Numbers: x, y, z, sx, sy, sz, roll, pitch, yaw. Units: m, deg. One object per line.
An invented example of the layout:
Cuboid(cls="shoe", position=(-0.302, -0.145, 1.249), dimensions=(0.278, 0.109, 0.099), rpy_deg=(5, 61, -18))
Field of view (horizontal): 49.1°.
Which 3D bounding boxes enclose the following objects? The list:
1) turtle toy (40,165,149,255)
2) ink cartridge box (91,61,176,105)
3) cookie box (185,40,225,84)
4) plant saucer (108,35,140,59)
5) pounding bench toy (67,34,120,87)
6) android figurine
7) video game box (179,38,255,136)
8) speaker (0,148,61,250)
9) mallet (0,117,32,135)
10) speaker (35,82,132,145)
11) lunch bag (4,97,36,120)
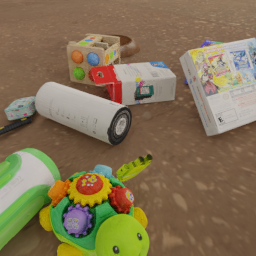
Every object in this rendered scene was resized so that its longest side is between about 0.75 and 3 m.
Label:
Cuboid(cls="turtle toy", position=(-0.499, 1.499, 4.804), dimensions=(1.710, 1.186, 2.346), rpy_deg=(-20, 38, -27))
Cuboid(cls="ink cartridge box", position=(0.137, -1.553, 9.719), dimensions=(2.682, 0.902, 1.558), rpy_deg=(-7, 34, -10))
Cuboid(cls="cookie box", position=(3.771, -2.437, 10.940), dimensions=(2.344, 1.030, 2.741), rpy_deg=(16, 37, 21))
Cuboid(cls="plant saucer", position=(-0.838, -4.179, 14.099), dimensions=(2.908, 0.532, 2.908), rpy_deg=(0, 34, 0))
Cuboid(cls="pounding bench toy", position=(-1.717, -2.721, 11.007), dimensions=(2.348, 1.459, 1.831), rpy_deg=(12, 36, 18))
Cuboid(cls="android figurine", position=(0.106, 0.830, 5.715), dimensions=(0.799, 0.877, 0.180), rpy_deg=(-9, 61, -46))
Cuboid(cls="video game box", position=(3.038, -1.262, 8.185), dimensions=(2.641, 2.406, 0.618), rpy_deg=(-16, -3, -24))
Cuboid(cls="speaker", position=(-2.442, 1.540, 4.696), dimensions=(1.278, 1.278, 2.889), rpy_deg=(16, 37, 22))
Cuboid(cls="mallet", position=(-3.573, 0.237, 7.354), dimensions=(0.842, 0.526, 2.558), rpy_deg=(11, 29, 41))
Cuboid(cls="speaker", position=(-1.312, -0.465, 7.872), dimensions=(2.720, 1.105, 1.105), rpy_deg=(20, 38, 27))
Cuboid(cls="lunch bag", position=(-3.265, -0.622, 8.605), dimensions=(0.839, 0.403, 1.046), rpy_deg=(-8, 23, 6))
